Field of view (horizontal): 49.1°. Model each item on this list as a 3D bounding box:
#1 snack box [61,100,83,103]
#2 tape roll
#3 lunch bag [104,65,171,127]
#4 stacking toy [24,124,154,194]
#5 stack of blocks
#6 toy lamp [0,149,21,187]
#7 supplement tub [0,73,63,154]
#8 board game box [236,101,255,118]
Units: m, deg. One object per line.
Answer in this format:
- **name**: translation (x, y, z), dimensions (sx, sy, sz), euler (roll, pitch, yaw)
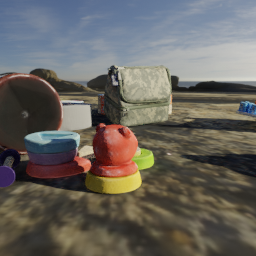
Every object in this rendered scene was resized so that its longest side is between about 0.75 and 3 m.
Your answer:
- **snack box**: translation (-3.278, -1.106, 14.059), dimensions (1.377, 0.513, 1.936), euler (3, 10, 19)
- **tape roll**: translation (-2.262, -0.407, 9.017), dimensions (2.190, 0.724, 2.190), euler (-1, 9, 0)
- **lunch bag**: translation (0.309, -1.184, 9.378), dimensions (2.205, 1.850, 1.537), euler (-7, 26, -24)
- **stacking toy**: translation (-0.527, 0.252, 4.530), dimensions (1.978, 0.835, 1.790), euler (5, 11, 25)
- **stack of blocks**: translation (0.301, -1.095, 12.830), dimensions (2.978, 0.872, 1.715), euler (-4, 10, -26)
- **toy lamp**: translation (-1.834, 0.559, 4.267), dimensions (0.340, 0.340, 1.168), euler (-2, 10, -15)
- **supplement tub**: translation (-2.730, -0.415, 6.437), dimensions (1.599, 1.599, 2.990), euler (-6, 10, -33)
- **board game box**: translation (5.258, -0.444, 8.863), dimensions (2.929, 0.379, 2.929), euler (17, 16, 31)
